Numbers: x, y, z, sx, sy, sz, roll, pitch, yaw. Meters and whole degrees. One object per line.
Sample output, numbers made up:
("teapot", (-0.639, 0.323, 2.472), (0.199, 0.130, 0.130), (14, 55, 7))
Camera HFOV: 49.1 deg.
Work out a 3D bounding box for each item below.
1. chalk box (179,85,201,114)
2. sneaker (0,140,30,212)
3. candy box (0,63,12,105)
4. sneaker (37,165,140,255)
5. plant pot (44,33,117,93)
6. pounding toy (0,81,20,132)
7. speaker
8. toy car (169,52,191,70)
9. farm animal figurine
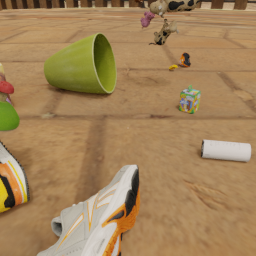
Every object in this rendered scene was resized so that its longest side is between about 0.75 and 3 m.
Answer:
("chalk box", (2.147, -1.029, 9.657), (0.551, 0.888, 0.554), (18, 33, 30))
("sneaker", (-3.330, 0.848, 6.020), (1.324, 1.029, 2.943), (-22, 37, -40))
("candy box", (-5.099, -1.756, 10.193), (0.809, 1.671, 2.865), (-19, 34, -28))
("sneaker", (-0.588, 1.495, 4.905), (1.278, 1.051, 2.778), (5, 27, 17))
("plant pot", (-1.993, -2.363, 11.138), (2.446, 2.288, 2.288), (-6, 26, 18))
("pounding toy", (-2.843, -0.609, 5.335), (1.693, 0.785, 1.306), (21, 13, -9))
("speaker", (2.484, 0.574, 7.130), (1.166, 0.473, 0.473), (4, 29, 8))
("toy car", (2.554, -3.394, 14.278), (1.618, 0.794, 0.538), (-16, 0, -39))
("farm animal figurine", (1.366, -4.048, 9.526), (2.334, 2.360, 1.230), (-18, 44, 19))
